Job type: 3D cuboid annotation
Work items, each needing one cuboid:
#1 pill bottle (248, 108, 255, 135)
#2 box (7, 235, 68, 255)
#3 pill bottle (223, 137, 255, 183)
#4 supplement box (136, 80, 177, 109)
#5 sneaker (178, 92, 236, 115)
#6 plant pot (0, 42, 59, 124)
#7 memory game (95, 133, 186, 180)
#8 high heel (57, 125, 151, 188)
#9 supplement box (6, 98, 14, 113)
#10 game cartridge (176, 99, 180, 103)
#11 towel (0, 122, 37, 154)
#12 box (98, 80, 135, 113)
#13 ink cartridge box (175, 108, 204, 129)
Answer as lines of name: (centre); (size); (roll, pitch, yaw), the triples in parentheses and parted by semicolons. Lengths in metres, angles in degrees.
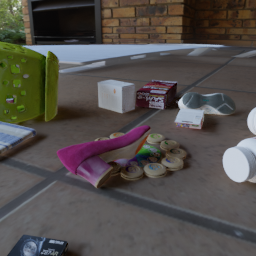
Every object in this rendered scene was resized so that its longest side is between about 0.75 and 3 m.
pill bottle: (4.599, -0.189, 8.098); (1.369, 1.369, 2.442); (-3, 2, -7)
box: (-1.458, 2.042, 4.453); (0.822, 0.179, 0.658); (4, 21, 11)
pill bottle: (3.281, 0.705, 6.714); (1.880, 1.055, 1.055); (-9, 23, -22)
supplement box: (1.413, -1.636, 13.257); (1.372, 0.768, 2.522); (8, 23, 19)
sneaker: (3.218, -0.986, 11.488); (2.389, 0.840, 0.957); (8, -9, -9)
plant pot: (-4.037, -1.778, 11.011); (2.560, 2.822, 2.808); (2, 20, -16)
memory game: (0.194, 0.669, 8.035); (2.937, 0.187, 2.937); (0, 21, 0)
high heel: (-0.486, 0.397, 7.360); (1.325, 0.930, 2.762); (35, 47, 16)
supplement box: (-4.793, -0.903, 11.388); (0.326, 0.420, 0.761); (-7, 23, -18)
game cartridge: (2.735, -1.243, 12.925); (0.620, 0.183, 0.956); (22, 33, 40)
towel: (-4.305, 0.456, 8.455); (1.926, 0.312, 2.623); (10, 25, 19)
box: (-0.507, -1.386, 12.068); (1.497, 1.140, 0.796); (18, 27, 39)
ink cartridge box: (2.246, -0.272, 10.195); (0.901, 0.417, 1.654); (7, 23, 17)
